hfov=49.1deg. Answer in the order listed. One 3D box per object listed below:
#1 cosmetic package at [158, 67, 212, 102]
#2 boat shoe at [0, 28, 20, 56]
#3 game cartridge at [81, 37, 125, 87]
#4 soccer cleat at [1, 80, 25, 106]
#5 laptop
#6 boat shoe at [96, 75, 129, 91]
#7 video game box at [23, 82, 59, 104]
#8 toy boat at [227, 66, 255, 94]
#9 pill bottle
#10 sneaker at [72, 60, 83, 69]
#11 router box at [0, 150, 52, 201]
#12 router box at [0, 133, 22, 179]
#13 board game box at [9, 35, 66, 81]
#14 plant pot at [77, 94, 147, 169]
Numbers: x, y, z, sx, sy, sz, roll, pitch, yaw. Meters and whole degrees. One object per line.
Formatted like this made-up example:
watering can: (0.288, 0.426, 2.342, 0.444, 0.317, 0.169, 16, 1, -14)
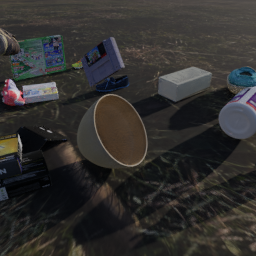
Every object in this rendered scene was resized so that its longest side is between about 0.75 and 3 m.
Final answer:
cosmetic package: (2.520, -1.980, 12.378, 2.223, 0.812, 1.151, -22, 38, -30)
boat shoe: (-3.080, -2.101, 6.847, 0.576, 0.585, 1.571, 8, 28, -43)
game cartridge: (-0.904, -2.174, 9.341, 1.669, 1.082, 0.320, -21, 3, 44)
soccer cleat: (-4.842, -1.462, 11.813, 0.805, 0.702, 2.106, 17, 17, -30)
laptop: (-2.934, 0.489, 9.025, 1.341, 0.782, 1.514, 22, 12, 31)
boat shoe: (-0.736, -2.098, 12.803, 1.635, 0.561, 0.688, -20, 37, -30)
video game box: (-3.786, -1.540, 12.118, 1.416, 0.331, 1.290, -10, 31, -15)
toy boat: (5.708, -2.165, 12.319, 2.542, 1.181, 2.137, 10, 32, 17)
pill bottle: (4.198, -0.656, 9.740, 1.285, 1.285, 2.306, 22, 38, 32)
sneaker: (-2.565, -3.563, 15.287, 1.086, 0.490, 0.424, -19, 38, -26)
router box: (-2.977, 1.251, 7.414, 1.667, 0.426, 1.243, -14, 33, -20)
router box: (-3.724, 0.825, 7.267, 1.801, 0.470, 1.416, -13, 32, -14)
board game box: (-4.483, -3.525, 13.964, 2.676, 1.801, 0.390, -19, 38, -29)
plant pot: (-0.636, 0.270, 7.910, 1.382, 2.059, 2.059, -25, 16, 35)
